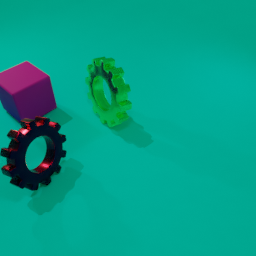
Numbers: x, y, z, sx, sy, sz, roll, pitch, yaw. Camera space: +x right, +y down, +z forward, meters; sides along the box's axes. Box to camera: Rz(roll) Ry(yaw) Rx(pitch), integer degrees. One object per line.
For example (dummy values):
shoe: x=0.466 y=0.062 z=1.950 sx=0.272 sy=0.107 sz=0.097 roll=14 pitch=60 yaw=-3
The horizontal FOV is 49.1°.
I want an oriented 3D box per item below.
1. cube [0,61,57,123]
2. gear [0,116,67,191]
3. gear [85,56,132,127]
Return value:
cube: x=-3.233 y=-1.106 z=8.842 sx=1.282 sy=1.282 sz=1.282 roll=34 pitch=54 yaw=29
gear: x=-2.219 y=0.609 z=6.804 sx=0.324 sy=1.753 sz=1.753 roll=11 pitch=43 yaw=29
gear: x=-0.627 y=-1.063 z=8.340 sx=0.374 sy=2.022 sz=2.022 roll=-20 pitch=47 yaw=-30
